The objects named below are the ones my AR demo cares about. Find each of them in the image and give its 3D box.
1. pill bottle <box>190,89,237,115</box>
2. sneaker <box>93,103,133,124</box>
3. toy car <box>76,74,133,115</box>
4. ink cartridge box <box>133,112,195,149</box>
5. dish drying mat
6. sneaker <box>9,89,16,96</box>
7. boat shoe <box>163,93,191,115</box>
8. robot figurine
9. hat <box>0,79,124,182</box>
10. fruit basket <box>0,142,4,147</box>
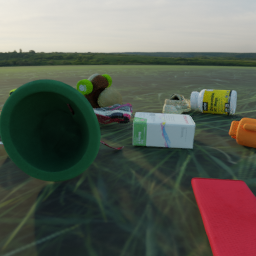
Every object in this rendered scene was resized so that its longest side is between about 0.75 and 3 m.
[{"bbox_3d":[3.840,-1.191,12.641,1.900,1.068,1.068,6,17,25],"label":"pill bottle"},{"bbox_3d":[-0.634,-0.562,10.592,1.798,0.725,0.671,3,59,27],"label":"sneaker"},{"bbox_3d":[-0.946,-1.073,12.260,2.350,1.854,1.931,36,31,14],"label":"toy car"},{"bbox_3d":[1.099,0.047,8.805,1.819,0.796,1.322,1,16,5],"label":"ink cartridge box"},{"bbox_3d":[1.780,1.573,4.499,1.148,0.272,2.989,2,15,4],"label":"dish drying mat"},{"bbox_3d":[-4.111,-1.264,13.285,2.966,1.099,1.240,5,5,-1],"label":"sneaker"},{"bbox_3d":[2.332,-1.166,12.947,0.933,0.840,2.585,9,18,29],"label":"boat shoe"},{"bbox_3d":[3.819,0.166,8.310,1.465,1.054,0.855,12,41,37],"label":"robot figurine"},{"bbox_3d":[-1.602,0.032,7.085,2.142,2.586,2.276,-23,10,5],"label":"hat"},{"bbox_3d":[-3.408,0.411,8.136,0.728,0.369,0.786,5,-4,17],"label":"fruit basket"}]
